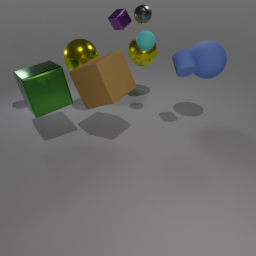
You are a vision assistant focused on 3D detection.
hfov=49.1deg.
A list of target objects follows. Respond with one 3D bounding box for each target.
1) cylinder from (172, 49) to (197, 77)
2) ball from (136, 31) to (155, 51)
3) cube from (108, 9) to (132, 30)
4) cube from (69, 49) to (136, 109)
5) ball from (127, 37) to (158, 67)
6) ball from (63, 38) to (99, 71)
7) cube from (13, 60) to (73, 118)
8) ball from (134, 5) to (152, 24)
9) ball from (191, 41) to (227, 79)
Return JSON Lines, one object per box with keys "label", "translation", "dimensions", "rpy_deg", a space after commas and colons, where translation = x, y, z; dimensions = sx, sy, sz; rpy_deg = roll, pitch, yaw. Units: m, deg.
{"label": "cylinder", "translation": [1.962, -2.251, 9.774], "dimensions": [0.700, 0.700, 0.700], "rpy_deg": [-7, 71, -13]}
{"label": "ball", "translation": [0.645, -3.170, 10.189], "dimensions": [0.700, 0.700, 0.700], "rpy_deg": [0, 30, 0]}
{"label": "cube", "translation": [-0.391, -5.197, 13.430], "dimensions": [0.700, 0.700, 0.700], "rpy_deg": [21, 66, 46]}
{"label": "cube", "translation": [-0.830, -1.641, 9.525], "dimensions": [1.400, 1.400, 1.400], "rpy_deg": [-7, 25, 41]}
{"label": "ball", "translation": [0.675, -3.560, 12.961], "dimensions": [1.400, 1.400, 1.400], "rpy_deg": [0, 30, 0]}
{"label": "ball", "translation": [-1.875, -2.836, 11.167], "dimensions": [1.400, 1.400, 1.400], "rpy_deg": [0, 30, 0]}
{"label": "cube", "translation": [-2.972, -1.412, 9.859], "dimensions": [1.400, 1.400, 1.400], "rpy_deg": [-25, 32, -22]}
{"label": "ball", "translation": [0.573, -4.399, 10.843], "dimensions": [0.700, 0.700, 0.700], "rpy_deg": [0, 30, 0]}
{"label": "ball", "translation": [2.997, -2.566, 10.581], "dimensions": [1.400, 1.400, 1.400], "rpy_deg": [0, 30, 0]}
